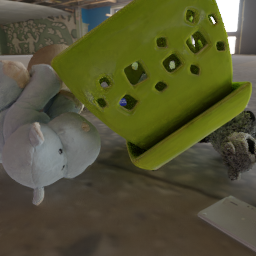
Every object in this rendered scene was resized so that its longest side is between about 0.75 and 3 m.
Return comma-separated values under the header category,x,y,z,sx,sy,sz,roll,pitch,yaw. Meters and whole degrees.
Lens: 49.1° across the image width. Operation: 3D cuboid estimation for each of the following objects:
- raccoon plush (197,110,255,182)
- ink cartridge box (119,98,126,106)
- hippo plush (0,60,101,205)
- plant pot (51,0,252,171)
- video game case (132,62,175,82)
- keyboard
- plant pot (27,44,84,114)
category,x,y,z,sx,sy,sz,roll,pitch,yaw
raccoon plush,2.073,0.533,6.395,1.562,1.128,2.332,-34,4,-35
ink cartridge box,-0.537,-1.238,11.752,2.465,0.586,2.494,-10,19,-28
hippo plush,-1.830,-0.053,5.289,2.915,2.322,2.344,-13,21,-35
plant pot,0.553,-0.956,5.949,2.973,2.698,2.958,-34,8,1
video game case,0.925,-0.729,7.688,1.967,2.159,0.248,-4,0,-11
keyboard,2.326,1.667,3.597,0.838,0.159,2.977,-19,25,-33
plant pot,-2.391,-1.415,10.053,2.422,2.422,2.586,-5,34,-14
